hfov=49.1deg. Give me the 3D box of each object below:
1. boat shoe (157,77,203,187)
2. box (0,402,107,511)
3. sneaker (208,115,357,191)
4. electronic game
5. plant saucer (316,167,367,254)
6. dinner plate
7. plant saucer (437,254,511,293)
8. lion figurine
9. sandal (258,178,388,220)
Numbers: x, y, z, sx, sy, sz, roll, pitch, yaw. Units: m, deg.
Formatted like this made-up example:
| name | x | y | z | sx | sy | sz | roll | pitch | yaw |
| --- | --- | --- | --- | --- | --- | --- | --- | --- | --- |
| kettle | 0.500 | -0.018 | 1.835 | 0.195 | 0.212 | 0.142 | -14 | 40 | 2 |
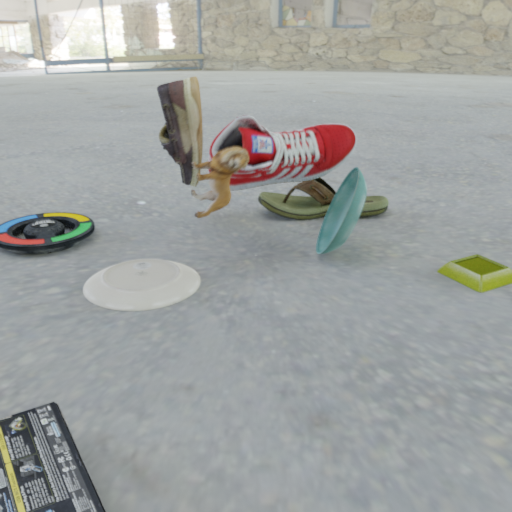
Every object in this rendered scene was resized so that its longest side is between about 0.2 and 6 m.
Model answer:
| name | x | y | z | sx | sy | sz | roll | pitch | yaw |
| --- | --- | --- | --- | --- | --- | --- | --- | --- | --- |
| boat shoe | -1.468 | -2.356 | 10.894 | 0.845 | 2.606 | 0.937 | 1 | 59 | -4 |
| box | -2.154 | 2.192 | 4.316 | 1.848 | 0.563 | 2.292 | -12 | 26 | -30 |
| sneaker | 0.506 | -1.919 | 9.923 | 2.842 | 1.012 | 1.598 | -15 | -8 | -2 |
| electronic game | -4.111 | -0.493 | 10.869 | 1.897 | 0.395 | 1.897 | 0 | 23 | 0 |
| plant saucer | 1.563 | -0.752 | 10.001 | 0.304 | 1.689 | 1.689 | 24 | 23 | -6 |
| dinner plate | -1.845 | 0.372 | 9.090 | 1.880 | 0.228 | 1.880 | 0 | 21 | 0 |
| plant saucer | 3.707 | 0.242 | 9.348 | 0.955 | 0.229 | 0.953 | -13 | 26 | -26 |
| lion figurine | -0.595 | -1.169 | 9.067 | 0.841 | 1.373 | 0.498 | -11 | 54 | -19 |
| sandal | 1.466 | -1.342 | 12.323 | 2.876 | 0.821 | 1.142 | -1 | 23 | -3 |
